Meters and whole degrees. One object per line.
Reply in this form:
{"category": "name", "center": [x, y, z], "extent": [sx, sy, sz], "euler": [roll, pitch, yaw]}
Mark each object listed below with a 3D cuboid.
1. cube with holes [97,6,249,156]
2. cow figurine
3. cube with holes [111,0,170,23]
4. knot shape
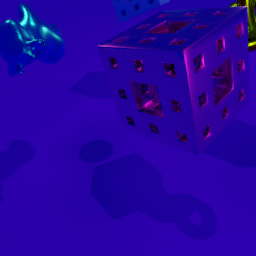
{"category": "cube with holes", "center": [0.373, -0.393, 2.096], "extent": [0.737, 0.737, 0.737], "euler": [19, 47, 43]}
{"category": "cow figurine", "center": [-1.789, -1.574, 5.349], "extent": [1.686, 0.925, 1.659], "euler": [18, 37, -57]}
{"category": "cube with holes", "center": [0.302, -4.128, 8.383], "extent": [1.322, 1.322, 1.322], "euler": [-13, 22, 27]}
{"category": "knot shape", "center": [2.050, -1.722, 4.421], "extent": [1.609, 1.719, 0.794], "euler": [-18, -1, 28]}
